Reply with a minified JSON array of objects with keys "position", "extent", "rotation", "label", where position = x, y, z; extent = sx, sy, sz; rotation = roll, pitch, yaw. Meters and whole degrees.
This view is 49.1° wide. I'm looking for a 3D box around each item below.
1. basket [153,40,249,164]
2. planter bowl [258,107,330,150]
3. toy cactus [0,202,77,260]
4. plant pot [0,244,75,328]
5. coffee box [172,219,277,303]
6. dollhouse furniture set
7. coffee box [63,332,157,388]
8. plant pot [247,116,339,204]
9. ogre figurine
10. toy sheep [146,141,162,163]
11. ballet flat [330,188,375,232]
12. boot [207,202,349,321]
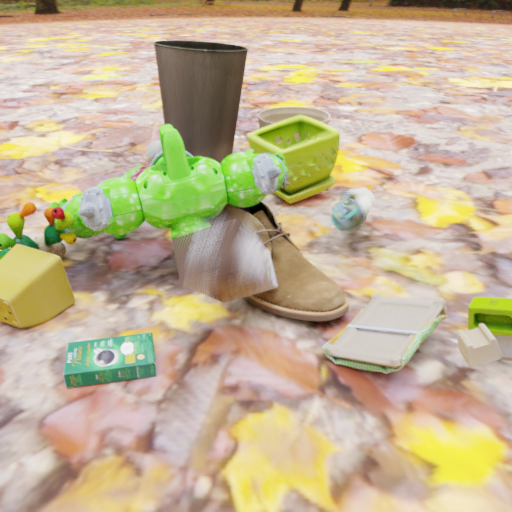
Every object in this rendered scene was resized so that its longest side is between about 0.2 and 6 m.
[{"position":[-1.423,-3.775,14.120],"extent":[2.642,2.930,1.993],"rotation":[25,33,38],"label":"basket"},{"position":[0.969,-3.077,14.694],"extent":[1.870,1.258,1.870],"rotation":[0,29,0],"label":"planter bowl"},{"position":[-3.745,-0.112,9.485],"extent":[2.054,1.050,1.695],"rotation":[-38,-11,7],"label":"toy cactus"},{"position":[-3.542,0.550,8.569],"extent":[0.939,0.945,0.967],"rotation":[14,41,23],"label":"plant pot"},{"position":[-0.395,0.128,7.983],"extent":[0.944,0.666,1.670],"rotation":[-16,-17,11],"label":"coffee box"},{"position":[2.615,1.423,7.396],"extent":[3.115,1.203,1.557],"rotation":[0,30,43],"label":"dollhouse furniture set"},{"position":[-1.976,1.404,7.624],"extent":[1.189,0.261,0.731],"rotation":[-6,29,-12],"label":"coffee box"},{"position":[0.887,-2.134,12.639],"extent":[1.548,1.412,1.556],"rotation":[-23,35,-20],"label":"plant pot"},{"position":[-1.442,-1.112,9.891],"extent":[4.526,2.220,2.713],"rotation":[6,5,-12],"label":"ogre figurine"},{"position":[-2.168,-2.241,12.310],"extent":[0.569,0.569,0.825],"rotation":[6,27,11],"label":"toy sheep"},{"position":[1.996,-0.976,10.950],"extent":[0.763,0.763,2.057],"rotation":[8,21,13],"label":"ballet flat"},{"position":[0.202,-0.036,9.246],"extent":[1.212,1.242,3.292],"rotation":[-17,36,-38],"label":"boot"}]
